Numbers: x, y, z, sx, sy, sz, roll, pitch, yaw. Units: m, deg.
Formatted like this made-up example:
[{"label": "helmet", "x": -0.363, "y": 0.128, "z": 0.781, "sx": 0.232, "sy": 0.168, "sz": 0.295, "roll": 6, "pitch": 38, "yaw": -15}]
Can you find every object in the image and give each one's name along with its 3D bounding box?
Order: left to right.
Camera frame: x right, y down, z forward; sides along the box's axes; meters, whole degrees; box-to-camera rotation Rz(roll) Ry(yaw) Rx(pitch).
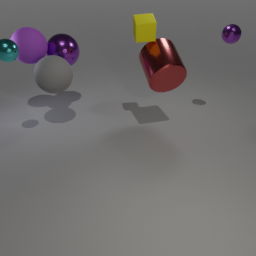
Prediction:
[{"label": "ball", "x": -3.695, "y": -2.360, "z": 8.539, "sx": 0.700, "sy": 0.700, "sz": 0.700, "roll": 0, "pitch": 29, "yaw": 0}, {"label": "ball", "x": -3.901, "y": -3.250, "z": 11.068, "sx": 1.400, "sy": 1.400, "sz": 1.400, "roll": 0, "pitch": 29, "yaw": 0}, {"label": "ball", "x": -2.760, "y": -1.977, "z": 10.395, "sx": 1.400, "sy": 1.400, "sz": 1.400, "roll": 0, "pitch": 29, "yaw": 0}, {"label": "ball", "x": -2.760, "y": -3.266, "z": 11.860, "sx": 1.400, "sy": 1.400, "sz": 1.400, "roll": 0, "pitch": 29, "yaw": 0}, {"label": "cube", "x": 0.566, "y": -3.461, "z": 9.700, "sx": 0.700, "sy": 0.700, "sz": 0.700, "roll": -6, "pitch": 48, "yaw": -4}, {"label": "cylinder", "x": 1.239, "y": -2.252, "z": 10.134, "sx": 1.400, "sy": 1.400, "sz": 1.400, "roll": -8, "pitch": 58, "yaw": -14}, {"label": "ball", "x": 3.846, "y": -3.495, "z": 10.416, "sx": 0.700, "sy": 0.700, "sz": 0.700, "roll": 0, "pitch": 29, "yaw": 0}]
